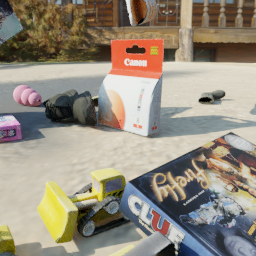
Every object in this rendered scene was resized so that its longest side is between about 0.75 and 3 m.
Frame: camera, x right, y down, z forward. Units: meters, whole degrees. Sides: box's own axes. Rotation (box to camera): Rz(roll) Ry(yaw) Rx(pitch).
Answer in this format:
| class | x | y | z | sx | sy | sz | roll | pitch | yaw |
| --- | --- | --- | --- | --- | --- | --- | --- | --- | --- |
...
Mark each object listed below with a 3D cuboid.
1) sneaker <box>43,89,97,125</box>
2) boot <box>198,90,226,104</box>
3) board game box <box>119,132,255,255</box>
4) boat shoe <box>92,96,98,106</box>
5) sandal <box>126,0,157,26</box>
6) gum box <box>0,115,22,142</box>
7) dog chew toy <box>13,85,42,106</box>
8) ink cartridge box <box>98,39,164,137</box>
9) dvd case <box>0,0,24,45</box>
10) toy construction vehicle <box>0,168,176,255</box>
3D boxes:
| class | x | y | z | sx | sy | sz | roll | pitch | yaw |
| --- | --- | --- | --- | --- | --- | --- | --- | --- | --- |
| sneaker | -1.944 | -0.572 | 9.146 | 1.355 | 1.134 | 2.986 | -19 | 16 | -25 |
| boot | 3.797 | -1.402 | 12.621 | 1.235 | 0.493 | 1.359 | -10 | 6 | 17 |
| board game box | 1.484 | 0.946 | 3.662 | 1.834 | 0.468 | 2.708 | 35 | 34 | 32 |
| boat shoe | -1.230 | -1.218 | 12.081 | 1.279 | 0.467 | 0.402 | -20 | 30 | -33 |
| sandal | 0.589 | -4.036 | 9.192 | 0.753 | 1.007 | 2.628 | -4 | 26 | 19 |
| gum box | -3.506 | 0.010 | 7.842 | 0.754 | 0.440 | 1.329 | -9 | 18 | -31 |
| dog chew toy | -4.194 | -1.318 | 11.848 | 1.365 | 0.850 | 0.850 | 20 | 24 | 30 |
| ink cartridge box | 0.010 | -1.226 | 8.179 | 2.130 | 2.626 | 0.658 | 15 | 22 | 42 |
| dvd case | -4.372 | -3.337 | 8.131 | 0.317 | 2.102 | 2.879 | -9 | 34 | 23 |
| toy construction vehicle | -0.804 | 1.183 | 2.889 | 2.747 | 0.967 | 2.392 | -9 | 19 | -29 |
